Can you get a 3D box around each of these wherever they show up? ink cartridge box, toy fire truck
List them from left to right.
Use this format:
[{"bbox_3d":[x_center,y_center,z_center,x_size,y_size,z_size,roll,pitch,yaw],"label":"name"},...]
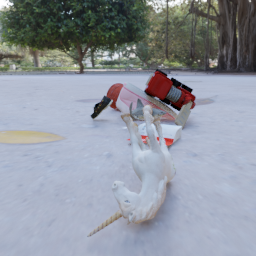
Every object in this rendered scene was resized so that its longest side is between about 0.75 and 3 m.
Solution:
[{"bbox_3d":[0.724,0.137,7.410,1.116,0.330,1.394,7,10,23],"label":"ink cartridge box"},{"bbox_3d":[1.462,-0.949,9.254,1.710,1.250,1.943,27,13,-16],"label":"toy fire truck"}]

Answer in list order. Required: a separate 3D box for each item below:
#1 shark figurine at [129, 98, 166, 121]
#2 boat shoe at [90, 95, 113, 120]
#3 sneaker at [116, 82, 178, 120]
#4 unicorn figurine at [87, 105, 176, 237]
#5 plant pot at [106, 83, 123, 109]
[{"bbox_3d":[0.318,-0.558,8.381,0.995,0.695,1.665,-3,1,37],"label":"shark figurine"},{"bbox_3d":[-0.995,-0.710,9.734,1.211,0.379,0.443,-40,19,45],"label":"boat shoe"},{"bbox_3d":[0.601,-0.636,10.123,2.248,1.175,0.846,29,11,-9],"label":"sneaker"},{"bbox_3d":[0.284,0.503,4.113,0.812,1.511,2.200,-21,-15,30],"label":"unicorn figurine"},{"bbox_3d":[-0.142,-1.234,11.830,1.155,1.155,1.124,-9,22,-35],"label":"plant pot"}]
